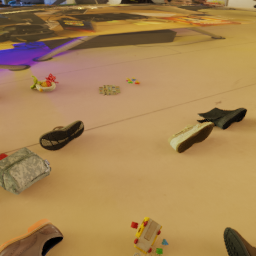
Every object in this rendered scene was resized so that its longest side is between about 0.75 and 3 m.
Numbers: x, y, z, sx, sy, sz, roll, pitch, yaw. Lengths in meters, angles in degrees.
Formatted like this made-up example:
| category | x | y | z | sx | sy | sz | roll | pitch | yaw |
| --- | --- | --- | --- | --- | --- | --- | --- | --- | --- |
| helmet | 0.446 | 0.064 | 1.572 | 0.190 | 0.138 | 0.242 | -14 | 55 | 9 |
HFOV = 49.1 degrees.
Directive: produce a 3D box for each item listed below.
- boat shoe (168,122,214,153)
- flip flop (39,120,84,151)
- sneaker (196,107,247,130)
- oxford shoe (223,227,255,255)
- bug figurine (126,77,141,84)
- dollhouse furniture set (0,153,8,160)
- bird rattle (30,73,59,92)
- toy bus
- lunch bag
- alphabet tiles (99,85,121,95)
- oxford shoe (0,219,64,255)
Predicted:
| category | x | y | z | sx | sy | sz | roll | pitch | yaw |
| --- | --- | --- | --- | --- | --- | --- | --- | --- | --- |
| boat shoe | 2.334 | 0.188 | 10.298 | 2.069 | 0.766 | 0.687 | -23 | 43 | -33 |
| flip flop | -2.435 | 0.208 | 10.260 | 0.565 | 0.796 | 1.964 | 17 | 33 | 33 |
| sneaker | 3.934 | -0.547 | 11.664 | 2.103 | 0.632 | 1.097 | -25 | 43 | -30 |
| oxford shoe | 2.706 | 2.854 | 6.073 | 0.691 | 0.595 | 1.638 | -3 | 36 | -25 |
| bug figurine | 0.271 | -2.580 | 15.463 | 0.720 | 0.239 | 0.928 | -1 | 26 | -16 |
| dollhouse furniture set | -4.828 | 0.896 | 8.925 | 2.305 | 0.937 | 1.240 | 17 | 35 | 26 |
| bird rattle | -4.333 | -2.256 | 14.752 | 1.515 | 0.854 | 1.235 | -6 | 40 | -36 |
| toy bus | 0.402 | 2.555 | 6.582 | 0.902 | 0.851 | 0.466 | -9 | -12 | -17 |
| lunch bag | -3.092 | 1.311 | 8.306 | 1.091 | 0.907 | 1.301 | 28 | 38 | 24 |
| alphabet tiles | -0.970 | -2.001 | 14.713 | 1.101 | 0.042 | 1.323 | -3 | 31 | -5 |
| oxford shoe | -2.260 | 2.766 | 6.044 | 0.717 | 0.702 | 1.968 | 24 | 38 | 27 |
